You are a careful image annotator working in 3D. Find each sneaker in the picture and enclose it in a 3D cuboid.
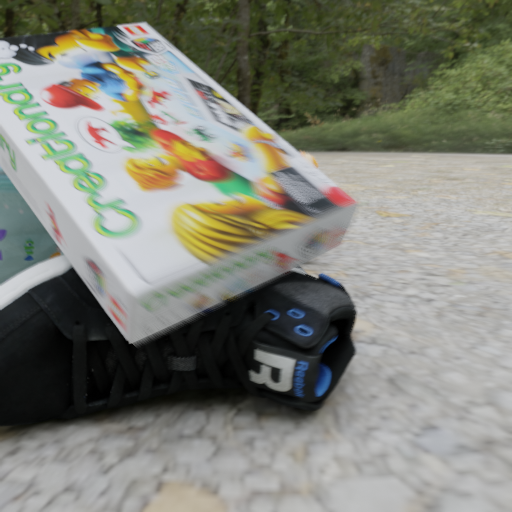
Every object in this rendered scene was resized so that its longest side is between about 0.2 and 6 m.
[{"bbox_3d":[-0.433,0.581,3.796,2.897,1.058,1.620,-17,28,-38],"label":"sneaker"}]

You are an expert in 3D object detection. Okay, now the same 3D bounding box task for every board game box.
[{"bbox_3d":[-0.903,-0.844,4.300,1.846,0.506,2.924,-24,56,-35],"label":"board game box"}]

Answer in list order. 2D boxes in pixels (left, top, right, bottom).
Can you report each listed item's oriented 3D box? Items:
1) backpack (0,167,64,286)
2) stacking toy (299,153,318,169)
[{"bbox_3d":[-2.125,-0.605,6.240,3.313,2.494,2.941,-8,16,-16],"label":"backpack"},{"bbox_3d":[-0.125,-1.263,8.947,2.240,1.300,1.230,-8,-30,16],"label":"stacking toy"}]
